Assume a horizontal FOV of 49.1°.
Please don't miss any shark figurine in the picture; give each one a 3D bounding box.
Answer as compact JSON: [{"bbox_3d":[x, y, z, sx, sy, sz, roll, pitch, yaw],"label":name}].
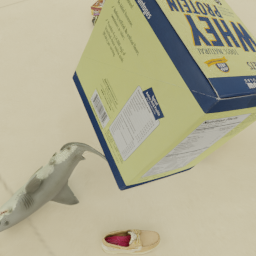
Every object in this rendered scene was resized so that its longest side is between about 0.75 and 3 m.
[{"bbox_3d":[-1.429,1.197,6.243,1.286,3.081,1.841,46,20,-9],"label":"shark figurine"}]

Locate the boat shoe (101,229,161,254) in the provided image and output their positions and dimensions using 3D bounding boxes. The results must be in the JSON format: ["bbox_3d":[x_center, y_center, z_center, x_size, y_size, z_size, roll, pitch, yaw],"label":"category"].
[{"bbox_3d":[0.072,2.341,5.826,1.265,0.438,0.466,-6,47,-6],"label":"boat shoe"}]

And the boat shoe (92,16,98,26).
[{"bbox_3d":[-1.514,-4.861,12.779,0.260,0.293,0.801,-5,41,9],"label":"boat shoe"}]

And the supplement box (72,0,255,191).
[{"bbox_3d":[0.610,-0.787,4.858,1.781,2.650,2.653,-9,63,-35],"label":"supplement box"}]

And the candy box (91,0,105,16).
[{"bbox_3d":[-1.018,-5.980,13.687,0.957,0.463,1.641,17,47,16],"label":"candy box"}]
